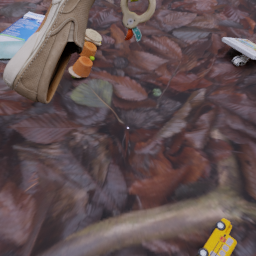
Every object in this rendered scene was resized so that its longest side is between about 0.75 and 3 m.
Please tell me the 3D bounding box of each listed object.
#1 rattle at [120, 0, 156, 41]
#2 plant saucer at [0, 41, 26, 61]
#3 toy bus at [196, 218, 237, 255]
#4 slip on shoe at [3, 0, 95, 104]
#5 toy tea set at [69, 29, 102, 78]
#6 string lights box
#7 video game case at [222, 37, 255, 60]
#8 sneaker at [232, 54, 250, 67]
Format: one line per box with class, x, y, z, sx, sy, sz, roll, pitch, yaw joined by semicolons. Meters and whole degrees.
rattle;0.149;-2.129;5.361;0.714;1.096;0.783;12;28;-21
plant saucer;-2.789;-1.961;7.179;2.271;0.437;2.271;-2;12;0
toy bus;1.760;2.510;5.684;0.526;0.437;1.344;32;56;25
slip on shoe;-1.047;-1.577;4.759;0.770;0.966;2.541;33;80;4
toy tea set;-1.947;-2.792;10.260;1.652;1.028;2.777;23;42;-19
string lights box;-3.925;-3.450;10.731;1.311;0.752;2.551;18;51;15
video game case;4.452;-2.917;10.301;1.415;0.178;1.555;-7;41;-31
sneaker;4.218;-2.476;10.219;0.845;0.323;0.340;-22;62;-12
